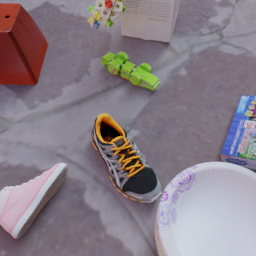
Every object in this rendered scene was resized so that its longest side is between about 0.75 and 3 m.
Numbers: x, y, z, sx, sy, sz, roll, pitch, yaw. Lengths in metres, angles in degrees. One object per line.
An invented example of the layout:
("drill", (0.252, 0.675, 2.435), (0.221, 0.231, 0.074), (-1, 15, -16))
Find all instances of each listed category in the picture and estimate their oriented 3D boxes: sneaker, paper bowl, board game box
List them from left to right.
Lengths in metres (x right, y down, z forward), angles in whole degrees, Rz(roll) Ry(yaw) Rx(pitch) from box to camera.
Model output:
("sneaker", (-2.612, 1.625, 7.368), (1.145, 0.824, 2.190), (29, 65, 12))
("sneaker", (-0.155, 0.793, 7.760), (1.145, 1.130, 2.925), (-32, 64, -21))
("paper bowl", (2.082, 2.395, 6.431), (2.960, 1.539, 2.960), (0, 57, 0))
("board game box", (4.248, 0.149, 8.043), (2.469, 0.509, 2.475), (9, 54, 32))

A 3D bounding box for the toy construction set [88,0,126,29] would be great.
("toy construction set", (-0.608, -3.801, 8.418), (1.095, 2.376, 1.558), (39, 95, -15))

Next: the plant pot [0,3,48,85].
("plant pot", (-4.329, -3.020, 9.760), (2.257, 1.991, 2.259), (1, 57, 1))

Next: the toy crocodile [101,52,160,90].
("toy crocodile", (0.049, -2.001, 9.916), (2.364, 0.730, 0.798), (29, 58, 13))

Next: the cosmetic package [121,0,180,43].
("cosmetic package", (0.943, -5.025, 10.766), (2.057, 2.495, 2.059), (12, 57, 8))
